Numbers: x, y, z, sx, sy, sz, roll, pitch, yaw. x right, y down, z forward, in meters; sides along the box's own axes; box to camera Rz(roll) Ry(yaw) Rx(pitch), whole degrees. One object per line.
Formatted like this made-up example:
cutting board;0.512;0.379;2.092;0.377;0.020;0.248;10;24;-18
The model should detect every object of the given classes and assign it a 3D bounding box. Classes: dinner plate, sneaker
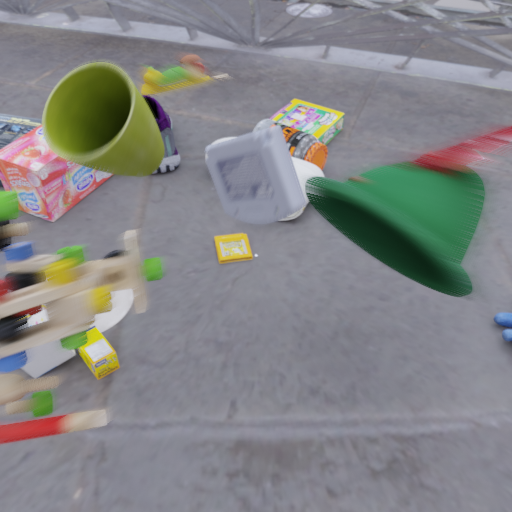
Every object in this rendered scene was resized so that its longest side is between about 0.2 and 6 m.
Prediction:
dinner plate;-3.015;0.686;9.609;1.807;0.219;1.807;1;42;-1
sneaker;-0.088;-1.583;11.555;2.677;0.986;1.547;17;42;17
sneaker;-2.537;-3.368;13.187;1.241;1.460;3.335;-16;45;-17

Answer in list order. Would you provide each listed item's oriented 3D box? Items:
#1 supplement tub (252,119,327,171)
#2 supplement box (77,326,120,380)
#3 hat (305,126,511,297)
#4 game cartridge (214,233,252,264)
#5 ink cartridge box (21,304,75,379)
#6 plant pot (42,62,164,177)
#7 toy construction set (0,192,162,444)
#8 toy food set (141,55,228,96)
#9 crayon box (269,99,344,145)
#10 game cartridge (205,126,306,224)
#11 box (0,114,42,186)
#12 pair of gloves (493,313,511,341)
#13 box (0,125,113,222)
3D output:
supplement tub;0.716;-2.350;12.416;1.597;0.978;0.978;27;48;27
supplement box;-2.446;1.476;8.574;0.382;0.384;0.702;-28;48;-27
hat;2.469;-1.115;7.210;2.895;2.398;2.548;33;85;38
game cartridge;-0.438;-0.154;10.603;0.636;0.117;0.721;-7;43;-8
ink cartridge box;-3.334;1.175;8.528;0.723;0.711;0.983;-32;47;-4
plant pot;-2.036;-1.782;8.231;1.446;1.546;1.446;-5;75;18
toy construction set;-1.824;0.640;5.892;1.765;1.916;2.297;-5;81;-13
toy food set;-1.566;-3.772;11.517;1.763;0.576;1.037;-16;19;-8
crayon box;1.145;-3.139;13.665;1.433;0.484;1.660;24;47;23
game cartridge;-0.027;-0.722;5.303;0.259;0.845;1.269;-23;14;-28
box;-6.163;-2.526;12.847;2.563;0.654;2.021;10;44;12
pair of gloves;5.265;1.499;8.135;2.666;0.378;3.316;-10;33;-1
box;-4.008;-2.041;11.834;1.211;1.313;2.558;19;46;20
